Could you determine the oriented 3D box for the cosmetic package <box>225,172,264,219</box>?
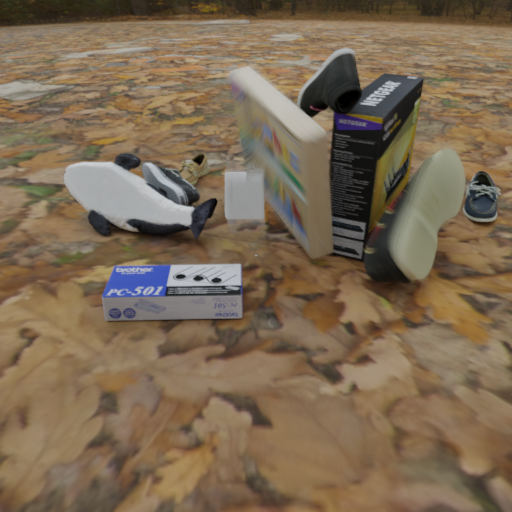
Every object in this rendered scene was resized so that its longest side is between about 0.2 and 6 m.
[{"bbox_3d":[-0.227,-1.135,10.462,0.714,0.853,0.710,-1,9,-4],"label":"cosmetic package"}]

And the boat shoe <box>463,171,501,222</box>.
[{"bbox_3d":[5.352,-1.418,13.232,0.773,0.638,2.065,11,31,19],"label":"boat shoe"}]

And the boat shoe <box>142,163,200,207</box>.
[{"bbox_3d":[-2.103,-1.802,13.786,0.697,0.753,2.040,-24,37,-29],"label":"boat shoe"}]

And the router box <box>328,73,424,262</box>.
[{"bbox_3d":[2.554,-2.041,11.985,0.977,2.941,3.741,14,33,22],"label":"router box"}]

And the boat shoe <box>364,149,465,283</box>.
[{"bbox_3d":[3.050,-0.842,10.661,1.047,1.223,3.342,-14,35,51],"label":"boat shoe"}]

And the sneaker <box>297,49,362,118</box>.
[{"bbox_3d":[1.278,-2.785,10.036,0.620,1.755,0.870,-1,68,-24],"label":"sneaker"}]

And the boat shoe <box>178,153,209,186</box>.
[{"bbox_3d":[-1.777,-2.275,14.842,0.628,0.563,1.696,9,31,16],"label":"boat shoe"}]

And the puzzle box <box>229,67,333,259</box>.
[{"bbox_3d":[0.453,-2.036,11.452,0.497,2.603,3.913,-18,38,-12],"label":"puzzle box"}]

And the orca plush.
[{"bbox_3d":[-2.492,-1.264,12.438,3.444,1.812,1.224,5,-1,13],"label":"orca plush"}]

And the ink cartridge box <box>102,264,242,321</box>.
[{"bbox_3d":[-1.390,0.620,9.731,2.302,0.509,1.082,-1,28,-1],"label":"ink cartridge box"}]
